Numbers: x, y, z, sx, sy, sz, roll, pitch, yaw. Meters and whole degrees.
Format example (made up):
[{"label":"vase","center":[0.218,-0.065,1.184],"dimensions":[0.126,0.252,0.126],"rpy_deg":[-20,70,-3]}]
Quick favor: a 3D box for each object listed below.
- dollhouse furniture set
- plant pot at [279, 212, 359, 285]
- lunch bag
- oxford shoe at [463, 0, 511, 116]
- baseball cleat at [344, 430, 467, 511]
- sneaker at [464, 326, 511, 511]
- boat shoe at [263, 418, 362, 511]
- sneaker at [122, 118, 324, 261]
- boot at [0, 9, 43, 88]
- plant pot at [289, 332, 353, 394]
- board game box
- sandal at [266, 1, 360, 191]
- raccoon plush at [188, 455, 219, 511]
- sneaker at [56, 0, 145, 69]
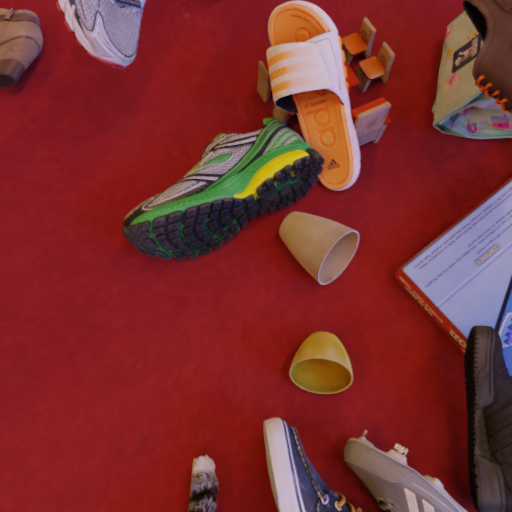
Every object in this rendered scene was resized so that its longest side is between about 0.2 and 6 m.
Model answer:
[{"label":"dollhouse furniture set","center":[1.328,-2.794,9.090],"dimensions":[2.092,1.078,2.070],"rpy_deg":[-25,71,-10]},{"label":"plant pot","center":[0.846,-0.227,8.257],"dimensions":[0.982,0.920,0.920],"rpy_deg":[37,72,27]},{"label":"lunch bag","center":[4.170,-3.059,8.855],"dimensions":[2.598,1.584,2.213],"rpy_deg":[1,68,31]},{"label":"oxford shoe","center":[3.355,-2.055,7.004],"dimensions":[1.150,1.128,3.170],"rpy_deg":[-10,71,17]},{"label":"baseball cleat","center":[2.036,3.463,6.685],"dimensions":[2.814,0.981,1.498],"rpy_deg":[34,72,13]},{"label":"sneaker","center":[3.448,2.283,7.011],"dimensions":[1.469,0.846,2.816],"rpy_deg":[-1,88,13]},{"label":"boat shoe","center":[0.983,3.273,6.808],"dimensions":[1.286,1.002,2.833],"rpy_deg":[-15,76,-6]},{"label":"sneaker","center":[-0.593,-1.015,8.474],"dimensions":[3.148,1.228,1.341],"rpy_deg":[-29,62,-18]},{"label":"boot","center":[-4.782,-3.581,9.664],"dimensions":[2.171,0.762,1.587],"rpy_deg":[1,62,-1]},{"label":"plant pot","center":[0.907,1.403,7.660],"dimensions":[0.843,0.843,0.599],"rpy_deg":[9,45,4]},{"label":"board game box","center":[5.042,-0.312,8.406],"dimensions":[5.482,0.533,2.822],"rpy_deg":[-36,71,-13]},{"label":"sandal","center":[0.814,-2.320,8.299],"dimensions":[0.831,1.111,2.901],"rpy_deg":[-29,104,-49]},{"label":"raccoon plush","center":[-0.158,3.515,6.727],"dimensions":[1.389,1.003,2.073],"rpy_deg":[6,68,-6]},{"label":"sneaker","center":[-1.681,-4.048,7.038],"dimensions":[1.329,1.259,3.236],"rpy_deg":[12,104,24]}]
